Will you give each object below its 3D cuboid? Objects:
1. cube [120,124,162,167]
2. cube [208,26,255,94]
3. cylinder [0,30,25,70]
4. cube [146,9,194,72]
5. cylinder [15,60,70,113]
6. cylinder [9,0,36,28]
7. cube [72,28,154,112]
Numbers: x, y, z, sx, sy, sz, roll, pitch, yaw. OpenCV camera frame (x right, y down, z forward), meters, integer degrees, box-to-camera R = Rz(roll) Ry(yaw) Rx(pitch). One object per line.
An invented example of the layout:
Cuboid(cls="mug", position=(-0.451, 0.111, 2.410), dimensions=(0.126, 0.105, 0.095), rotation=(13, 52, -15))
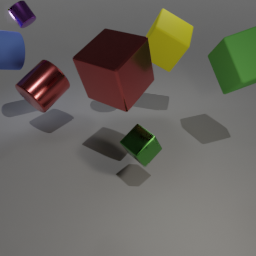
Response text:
Cuboid(cls="cube", position=(0.349, 0.459, 7.380), dimensions=(0.700, 0.700, 0.700), rotation=(-46, 52, -9))
Cuboid(cls="cube", position=(3.482, -2.013, 8.389), dimensions=(1.400, 1.400, 1.400), rotation=(-20, -5, -5))
Cuboid(cls="cylinder", position=(-4.686, -2.849, 10.239), dimensions=(1.400, 1.400, 1.400), rotation=(-7, 29, -38))
Cuboid(cls="cube", position=(1.441, -3.293, 10.585), dimensions=(1.400, 1.400, 1.400), rotation=(27, 51, -10))
Cuboid(cls="cylinder", position=(-3.098, -1.520, 10.245), dimensions=(1.400, 1.400, 1.400), rotation=(26, 67, 35))
Cuboid(cls="cylinder", position=(-3.861, -4.157, 10.264), dimensions=(0.700, 0.700, 0.700), rotation=(-33, 14, 9))
Cuboid(cls="cube", position=(-0.315, -1.530, 7.338), dimensions=(1.400, 1.400, 1.400), rotation=(22, 59, 29))
